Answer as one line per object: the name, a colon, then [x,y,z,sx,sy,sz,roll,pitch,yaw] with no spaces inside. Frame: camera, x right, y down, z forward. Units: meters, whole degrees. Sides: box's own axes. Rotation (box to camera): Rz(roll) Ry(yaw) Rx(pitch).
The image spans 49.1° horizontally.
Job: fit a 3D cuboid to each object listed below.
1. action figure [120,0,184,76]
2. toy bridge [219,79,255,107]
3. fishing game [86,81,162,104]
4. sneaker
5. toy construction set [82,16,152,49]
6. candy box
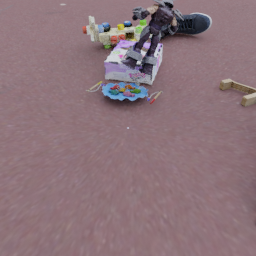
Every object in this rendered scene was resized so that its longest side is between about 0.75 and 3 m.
action figure: [0.654,-2.655,7.726,1.464,2.250,0.781,18,18,-26]
toy bridge: [3.541,-0.825,7.909,0.706,0.286,2.099,-15,41,-20]
fishing game: [-0.063,-1.148,8.150,2.008,0.312,1.438,14,29,19]
sneaker: [2.067,-4.232,11.609,2.468,0.938,1.783,9,27,27]
toy construction set: [-0.300,-3.465,10.614,2.850,1.313,1.869,6,37,-11]
candy box: [0.238,-2.254,9.420,1.577,0.672,1.880,9,39,11]
